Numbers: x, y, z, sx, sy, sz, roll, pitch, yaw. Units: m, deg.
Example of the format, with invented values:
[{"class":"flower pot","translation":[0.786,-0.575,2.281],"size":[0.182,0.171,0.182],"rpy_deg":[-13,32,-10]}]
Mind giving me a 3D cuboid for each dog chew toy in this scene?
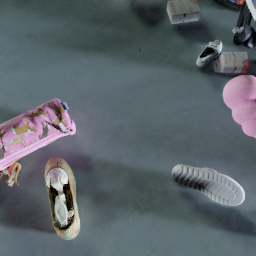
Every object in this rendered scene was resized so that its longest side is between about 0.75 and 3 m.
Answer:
[{"class":"dog chew toy","translation":[2.873,-0.489,6.673],"size":[0.933,0.933,1.498],"rpy_deg":[-13,75,-6]}]

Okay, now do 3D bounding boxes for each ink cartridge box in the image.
[{"class":"ink cartridge box","translation":[2.089,-4.448,10.610],"size":[1.083,0.448,0.794],"rpy_deg":[-10,66,-4]},{"class":"ink cartridge box","translation":[3.552,-2.273,9.670],"size":[1.100,0.371,0.641],"rpy_deg":[-1,66,-1]}]

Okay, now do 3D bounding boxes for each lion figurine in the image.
[{"class":"lion figurine","translation":[-3.350,1.155,7.866],"size":[1.382,0.501,0.846],"rpy_deg":[5,57,28]}]

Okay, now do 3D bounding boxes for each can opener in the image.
[{"class":"can opener","translation":[4.296,-3.899,10.299],"size":[0.672,0.833,2.119],"rpy_deg":[-8,61,47]}]

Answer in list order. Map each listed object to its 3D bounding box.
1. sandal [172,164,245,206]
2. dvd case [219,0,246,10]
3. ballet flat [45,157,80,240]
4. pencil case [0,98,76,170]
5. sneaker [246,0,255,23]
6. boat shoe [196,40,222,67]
[{"class":"sandal","translation":[2.268,1.468,7.876],"size":[2.062,0.839,0.507],"rpy_deg":[23,27,11]},{"class":"dvd case","translation":[4.235,-5.442,11.203],"size":[1.816,0.200,1.326],"rpy_deg":[30,69,11]},{"class":"ballet flat","translation":[-1.803,1.781,7.612],"size":[0.835,0.773,2.368],"rpy_deg":[-19,67,-7]},{"class":"pencil case","translation":[-2.960,0.261,7.829],"size":[2.952,1.277,1.222],"rpy_deg":[-29,97,-23]},{"class":"sneaker","translation":[5.065,-3.940,9.739],"size":[0.913,1.029,2.436],"rpy_deg":[-30,91,-24]},{"class":"boat shoe","translation":[2.864,-2.671,9.798],"size":[0.476,0.414,1.292],"rpy_deg":[39,73,26]}]
